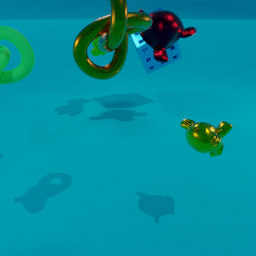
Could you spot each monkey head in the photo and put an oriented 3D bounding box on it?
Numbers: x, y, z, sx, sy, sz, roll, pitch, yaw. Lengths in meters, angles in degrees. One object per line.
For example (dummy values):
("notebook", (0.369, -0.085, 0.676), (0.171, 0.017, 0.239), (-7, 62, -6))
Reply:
("monkey head", (1.331, 0.087, 4.624), (0.609, 0.727, 1.010), (39, 3, -30))
("monkey head", (1.077, -2.768, 8.373), (1.948, 1.174, 1.401), (9, 55, -22))

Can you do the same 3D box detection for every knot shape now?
("knot shape", (-2.961, -1.381, 6.009), (1.641, 1.754, 0.810), (31, -1, 28))
("knot shape", (-0.157, -1.471, 4.282), (0.649, 1.404, 1.313), (36, 37, 9))

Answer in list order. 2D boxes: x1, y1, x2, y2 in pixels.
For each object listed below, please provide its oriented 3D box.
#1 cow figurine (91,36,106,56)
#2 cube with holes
("cow figurine", (-0.743, -3.084, 9.409), (1.743, 0.957, 1.715), (-35, 7, 47))
("cube with holes", (0.951, -3.146, 10.201), (1.388, 1.388, 1.388), (-24, 57, 7))
